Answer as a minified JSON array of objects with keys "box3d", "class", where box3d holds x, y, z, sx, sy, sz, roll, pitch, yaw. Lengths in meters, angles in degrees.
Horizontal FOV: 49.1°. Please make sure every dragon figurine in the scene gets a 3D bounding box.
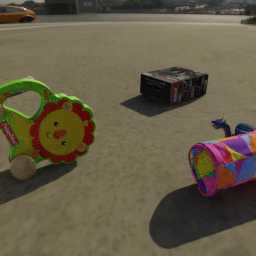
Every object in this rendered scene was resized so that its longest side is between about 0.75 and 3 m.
[{"box3d":[3.187,0.236,7.663,1.864,0.927,0.549,10,28,18],"class":"dragon figurine"}]

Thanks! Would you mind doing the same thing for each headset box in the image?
[{"box3d":[1.871,-1.860,11.999,2.528,0.976,1.881,-17,30,-34],"class":"headset box"}]

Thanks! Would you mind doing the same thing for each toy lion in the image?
[{"box3d":[-2.015,-0.091,6.770,2.355,2.457,0.843,-29,29,-15],"class":"toy lion"}]

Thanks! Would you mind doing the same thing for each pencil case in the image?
[{"box3d":[2.826,0.693,6.471,2.907,1.285,1.285,-8,26,-20],"class":"pencil case"}]

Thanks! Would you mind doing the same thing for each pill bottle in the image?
[{"box3d":[-4.749,-1.967,12.686,0.576,0.576,0.995,10,28,20],"class":"pill bottle"}]
